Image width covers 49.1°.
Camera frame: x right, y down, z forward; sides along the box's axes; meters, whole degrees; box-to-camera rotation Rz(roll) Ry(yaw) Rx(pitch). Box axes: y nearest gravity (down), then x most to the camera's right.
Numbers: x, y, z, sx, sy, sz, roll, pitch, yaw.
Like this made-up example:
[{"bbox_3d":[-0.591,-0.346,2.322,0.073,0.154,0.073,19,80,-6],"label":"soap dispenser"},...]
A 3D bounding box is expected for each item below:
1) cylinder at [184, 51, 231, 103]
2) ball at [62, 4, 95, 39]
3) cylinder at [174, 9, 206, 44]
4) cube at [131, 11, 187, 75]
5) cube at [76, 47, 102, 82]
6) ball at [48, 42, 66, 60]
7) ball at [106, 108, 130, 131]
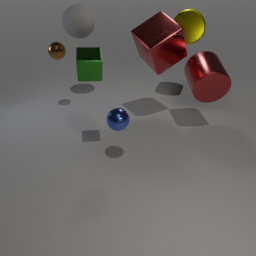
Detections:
[{"bbox_3d":[2.946,-1.909,10.481,1.400,1.400,1.400,-3,47,-5],"label":"cylinder"},{"bbox_3d":[-2.123,-4.592,12.102,1.400,1.400,1.400,0,29,0],"label":"ball"},{"bbox_3d":[2.701,-4.432,12.368,1.400,1.400,1.400,7,18,13],"label":"cylinder"},{"bbox_3d":[1.184,-3.151,10.449,1.400,1.400,1.400,-34,56,-2],"label":"cube"},{"bbox_3d":[-1.094,-1.807,7.958,0.700,0.700,0.700,-2,48,-7],"label":"cube"},{"bbox_3d":[-2.866,-3.111,11.299,0.700,0.700,0.700,0,29,0],"label":"ball"},{"bbox_3d":[-0.303,-0.258,8.451,0.700,0.700,0.700,0,29,0],"label":"ball"}]
